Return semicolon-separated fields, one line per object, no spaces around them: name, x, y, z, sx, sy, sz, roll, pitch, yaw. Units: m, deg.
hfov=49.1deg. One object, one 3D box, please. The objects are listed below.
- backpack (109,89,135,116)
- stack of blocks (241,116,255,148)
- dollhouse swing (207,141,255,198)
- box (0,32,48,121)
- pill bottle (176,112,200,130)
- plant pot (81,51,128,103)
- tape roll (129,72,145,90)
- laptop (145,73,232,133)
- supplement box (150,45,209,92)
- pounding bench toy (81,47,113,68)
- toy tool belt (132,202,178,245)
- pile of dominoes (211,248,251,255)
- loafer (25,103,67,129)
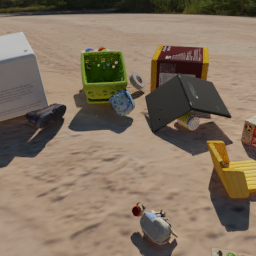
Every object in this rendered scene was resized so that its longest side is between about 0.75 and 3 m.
backpack;-0.242;-1.016;11.720;0.906;0.990;0.727;-29;10;18
stack of blocks;5.710;0.028;10.077;2.888;0.846;1.663;-18;33;-29
dollhouse swing;3.201;1.020;7.910;1.331;1.376;1.514;-19;27;9
box;-5.269;-2.130;11.672;2.940;2.531;2.955;-18;41;-18
pill bottle;2.295;-0.354;11.100;0.567;0.567;1.019;-16;32;-28
plant pot;-1.119;-2.214;12.857;1.947;1.776;1.957;-4;62;-7
tape roll;0.481;-2.421;14.452;0.300;0.910;0.910;-35;7;35
laptop;2.314;-0.917;11.424;2.646;1.533;2.477;11;40;-15
supplement box;2.700;-3.026;14.602;2.711;1.800;2.674;6;32;11
pounding bench toy;-1.456;-3.031;14.579;1.570;1.971;2.528;-8;29;-14
toy tool belt;0.622;2.183;6.473;0.654;0.664;1.064;16;14;-44
pile of dominoes;2.527;3.010;5.062;2.274;0.362;1.772;7;29;13
loafer;-3.110;-0.604;10.846;0.717;0.818;2.275;26;18;4
